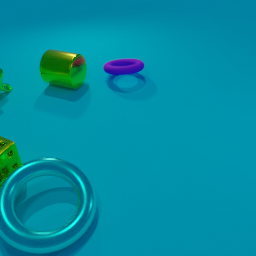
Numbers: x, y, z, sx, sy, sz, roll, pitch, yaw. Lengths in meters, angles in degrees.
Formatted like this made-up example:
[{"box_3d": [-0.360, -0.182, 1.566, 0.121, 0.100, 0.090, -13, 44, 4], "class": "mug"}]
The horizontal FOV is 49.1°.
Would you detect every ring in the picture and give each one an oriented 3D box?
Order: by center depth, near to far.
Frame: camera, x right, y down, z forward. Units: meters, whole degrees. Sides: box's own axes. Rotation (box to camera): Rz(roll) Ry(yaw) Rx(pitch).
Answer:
[{"box_3d": [-1.560, 1.406, 5.379, 1.918, 0.384, 1.918, 8, 50, -10], "class": "ring"}, {"box_3d": [-0.145, -2.132, 9.701, 1.432, 0.286, 1.432, -4, 26, 2], "class": "ring"}]

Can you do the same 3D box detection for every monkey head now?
[{"box_3d": [-4.341, -1.294, 8.542, 1.756, 1.058, 1.263, -9, 57, -37], "class": "monkey head"}]

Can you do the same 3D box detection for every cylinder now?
[{"box_3d": [-2.120, -1.950, 9.266, 1.142, 1.142, 1.142, 13, 41, 16], "class": "cylinder"}]

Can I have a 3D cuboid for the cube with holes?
[{"box_3d": [-3.038, 0.847, 5.856, 1.101, 1.101, 1.101, 19, 43, 22], "class": "cube with holes"}]
